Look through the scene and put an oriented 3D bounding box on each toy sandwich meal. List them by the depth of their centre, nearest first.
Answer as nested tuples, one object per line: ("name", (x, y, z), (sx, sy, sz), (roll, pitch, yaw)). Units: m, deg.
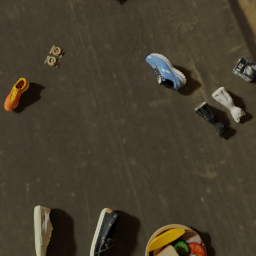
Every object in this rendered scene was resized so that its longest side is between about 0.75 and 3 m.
("toy sandwich meal", (1.666, 4.649, 9.919), (2.463, 0.843, 2.463), (0, 79, 0))

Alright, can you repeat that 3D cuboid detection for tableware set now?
("tableware set", (-3.088, -3.021, 11.709), (0.570, 0.173, 0.862), (22, 80, 4))

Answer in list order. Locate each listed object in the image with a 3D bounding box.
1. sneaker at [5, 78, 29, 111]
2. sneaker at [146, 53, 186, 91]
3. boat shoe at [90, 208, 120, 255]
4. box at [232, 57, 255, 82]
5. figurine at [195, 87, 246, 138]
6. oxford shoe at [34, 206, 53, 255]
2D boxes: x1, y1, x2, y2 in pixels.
("sneaker", (-4.537, -1.375, 11.209), (0.534, 0.565, 1.464), (26, 82, 4))
("sneaker", (1.416, -2.222, 11.224), (1.864, 0.732, 0.831), (42, 75, 4))
("boat shoe", (-0.812, 4.044, 10.040), (0.689, 0.826, 2.213), (9, 74, 18))
("box", (4.826, -2.398, 11.499), (0.819, 0.353, 0.671), (34, 82, 6))
("figurine", (3.724, -0.628, 11.088), (1.570, 0.676, 1.532), (-41, 90, -7))
("oxford shoe", (-3.051, 3.885, 10.170), (0.606, 0.789, 2.099), (2, 78, -29))
